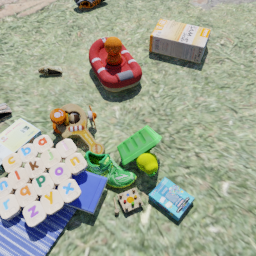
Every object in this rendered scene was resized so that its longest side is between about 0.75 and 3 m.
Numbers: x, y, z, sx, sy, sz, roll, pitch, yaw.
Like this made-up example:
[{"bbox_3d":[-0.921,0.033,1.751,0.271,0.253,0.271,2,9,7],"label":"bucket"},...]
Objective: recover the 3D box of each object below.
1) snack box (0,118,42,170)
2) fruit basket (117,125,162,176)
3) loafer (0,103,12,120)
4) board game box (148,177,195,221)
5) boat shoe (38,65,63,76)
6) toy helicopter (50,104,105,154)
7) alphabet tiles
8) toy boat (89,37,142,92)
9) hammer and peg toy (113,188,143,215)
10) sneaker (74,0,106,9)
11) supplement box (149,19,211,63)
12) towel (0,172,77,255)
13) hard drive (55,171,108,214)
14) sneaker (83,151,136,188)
[{"bbox_3d":[-4.328,0.551,10.445,1.136,0.363,1.955,29,56,22],"label":"snack box"},{"bbox_3d":[0.548,0.868,9.517,1.606,1.606,1.159,13,11,10],"label":"fruit basket"},{"bbox_3d":[-5.446,-0.397,11.121,0.531,0.607,1.688,40,58,20],"label":"loafer"},{"bbox_3d":[1.397,2.277,9.073,1.185,0.278,0.895,34,58,25],"label":"board game box"},{"bbox_3d":[-3.633,-2.668,13.081,1.124,0.412,0.352,-7,48,-6],"label":"boat shoe"},{"bbox_3d":[-1.659,0.057,10.588,1.679,1.001,2.539,-35,71,-21],"label":"toy helicopter"},{"bbox_3d":[-2.826,1.561,8.990,2.962,0.216,2.897,-33,55,-13],"label":"alphabet tiles"},{"bbox_3d":[-0.636,-3.174,12.492,1.945,1.948,2.980,-20,53,-16],"label":"toy boat"},{"bbox_3d":[-0.062,2.349,8.982,0.935,0.330,0.688,-19,53,-15],"label":"hammer and peg toy"},{"bbox_3d":[-2.232,-7.799,17.170,2.173,0.851,0.839,-17,77,-16],"label":"sneaker"},{"bbox_3d":[2.613,-4.444,14.154,2.711,0.997,1.709,17,53,13],"label":"supplement box"},{"bbox_3d":[-2.964,2.774,8.700,2.165,0.357,2.990,24,56,16],"label":"towel"},{"bbox_3d":[-1.742,1.893,9.027,1.859,0.236,1.227,16,54,10],"label":"hard drive"},{"bbox_3d":[-0.684,1.380,9.437,1.985,0.830,0.735,20,48,14],"label":"sneaker"}]
